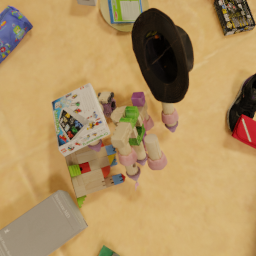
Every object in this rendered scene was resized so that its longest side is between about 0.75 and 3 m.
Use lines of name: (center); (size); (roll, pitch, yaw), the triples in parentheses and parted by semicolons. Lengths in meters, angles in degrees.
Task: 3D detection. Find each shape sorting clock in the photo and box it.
shape sorting clock: (-0.120, -4.627, 10.703); (1.916, 0.376, 1.916); (1, 88, -17)

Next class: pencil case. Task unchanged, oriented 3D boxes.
pencil case: (-4.706, -3.136, 10.079); (1.082, 1.205, 2.774); (34, 79, 11)

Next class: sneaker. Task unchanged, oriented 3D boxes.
sneaker: (4.126, -0.903, 9.658); (0.881, 1.019, 2.327); (21, 78, 5)

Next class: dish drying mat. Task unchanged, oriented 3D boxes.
dish drying mat: (4.667, 0.384, 9.513); (2.271, 0.207, 0.872); (25, 86, -7)

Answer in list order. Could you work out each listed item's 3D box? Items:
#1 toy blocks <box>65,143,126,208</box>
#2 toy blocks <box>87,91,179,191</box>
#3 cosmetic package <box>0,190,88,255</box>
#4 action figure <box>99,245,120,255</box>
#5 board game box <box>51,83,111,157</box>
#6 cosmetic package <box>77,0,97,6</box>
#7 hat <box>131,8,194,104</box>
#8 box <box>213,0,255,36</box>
toy blocks: (-1.113, 1.084, 9.239); (1.753, 1.281, 2.564); (-16, 79, -16)
toy blocks: (0.185, 0.358, 9.112); (2.686, 2.261, 2.510); (2, 45, 23)
cosmetic package: (-2.759, 3.269, 8.643); (2.724, 1.228, 1.455); (-37, 76, -5)
action figure: (-0.862, 4.962, 8.587); (1.329, 0.615, 2.249); (34, 83, 4)
board game box: (-1.499, -0.346, 8.422); (1.450, 0.398, 2.297); (-26, 44, 2)
cosmetic package: (-1.469, -5.811, 10.782); (0.785, 0.996, 1.851); (8, 76, 6)
hat: (1.217, -2.113, 8.096); (1.098, 2.721, 2.721); (-23, 78, -24)
box: (4.090, -4.379, 10.790); (1.182, 0.365, 1.481); (-14, 78, -1)
